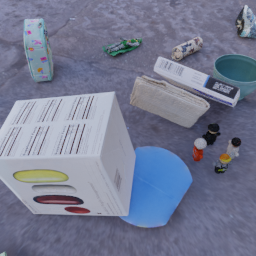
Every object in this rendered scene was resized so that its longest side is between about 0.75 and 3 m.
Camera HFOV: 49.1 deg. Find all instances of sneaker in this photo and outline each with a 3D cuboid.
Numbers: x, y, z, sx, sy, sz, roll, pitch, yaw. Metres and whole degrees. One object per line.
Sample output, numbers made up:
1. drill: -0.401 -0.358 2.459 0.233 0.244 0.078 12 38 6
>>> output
1. sneaker: 6.028 -5.221 13.981 1.016 0.914 2.354 17 54 -2

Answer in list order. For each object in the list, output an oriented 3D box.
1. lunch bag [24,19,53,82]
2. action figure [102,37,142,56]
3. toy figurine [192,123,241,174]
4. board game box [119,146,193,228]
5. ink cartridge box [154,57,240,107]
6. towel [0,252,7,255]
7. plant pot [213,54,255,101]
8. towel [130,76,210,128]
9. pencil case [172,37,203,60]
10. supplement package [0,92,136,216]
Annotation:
1. lunch bag: -3.448 -3.078 10.923 0.845 2.193 1.759 -5 46 -9
2. action figure: -0.141 -3.815 12.811 1.858 0.508 1.098 -23 48 -24
3. toy figurine: 2.669 0.593 8.404 1.237 0.874 1.257 33 55 27
4. board game box: 0.593 1.634 7.738 1.874 0.462 2.372 27 61 23
5. ink cartridge box: 2.410 -1.461 9.386 2.602 0.619 2.633 25 12 18
6. towel: -3.242 3.504 6.064 1.386 0.162 1.057 -26 49 -13
7. plant pot: 3.970 -1.761 10.389 1.765 1.182 1.765 0 47 0
8. towel: 1.201 -0.799 8.775 2.314 1.534 0.399 24 66 0
9. pencil case: 2.622 -3.510 12.434 1.517 0.678 0.590 -30 83 -25
10. supplement package: -1.387 0.738 6.869 2.606 2.492 1.916 -3 47 14
